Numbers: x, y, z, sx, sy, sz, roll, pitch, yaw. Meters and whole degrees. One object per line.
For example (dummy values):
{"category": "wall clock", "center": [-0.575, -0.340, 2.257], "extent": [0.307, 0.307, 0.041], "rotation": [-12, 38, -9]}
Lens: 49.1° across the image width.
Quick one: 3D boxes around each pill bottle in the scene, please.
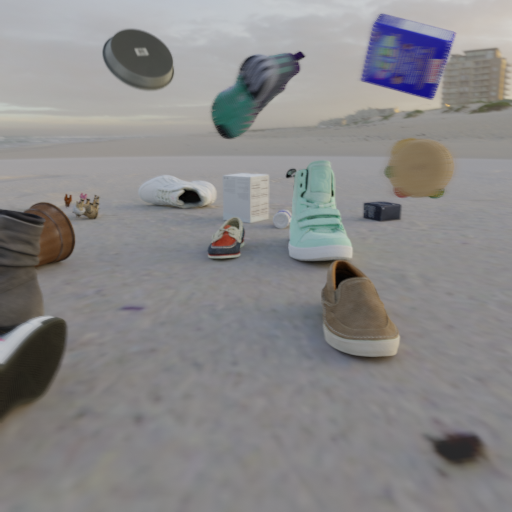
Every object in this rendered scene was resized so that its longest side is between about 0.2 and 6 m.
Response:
{"category": "pill bottle", "center": [0.717, -0.994, 14.848], "extent": [0.441, 0.441, 0.737], "rotation": [3, 13, 12]}

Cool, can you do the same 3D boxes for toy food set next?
{"category": "toy food set", "center": [2.891, -1.537, 9.955], "extent": [1.142, 1.130, 0.278], "rotation": [15, -8, 21]}

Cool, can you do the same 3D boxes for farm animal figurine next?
{"category": "farm animal figurine", "center": [-4.954, -1.371, 16.275], "extent": [1.212, 0.632, 1.199], "rotation": [-3, 23, -46]}

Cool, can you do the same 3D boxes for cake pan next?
{"category": "cake pan", "center": [-2.442, -4.190, 11.840], "extent": [1.562, 1.562, 0.286], "rotation": [-8, -22, -32]}

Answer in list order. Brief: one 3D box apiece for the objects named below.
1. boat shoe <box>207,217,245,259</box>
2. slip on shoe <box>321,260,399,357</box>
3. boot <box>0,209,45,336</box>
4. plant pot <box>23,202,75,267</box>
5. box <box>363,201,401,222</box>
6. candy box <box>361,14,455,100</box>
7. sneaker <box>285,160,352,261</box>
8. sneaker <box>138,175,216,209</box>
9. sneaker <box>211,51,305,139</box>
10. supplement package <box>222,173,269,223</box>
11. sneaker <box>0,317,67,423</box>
{"category": "boat shoe", "center": [-0.595, -0.367, 11.810], "extent": [0.681, 0.598, 1.913], "rotation": [4, 15, 9]}
{"category": "slip on shoe", "center": [1.287, 0.627, 7.270], "extent": [0.865, 0.689, 2.276], "rotation": [1, 13, 2]}
{"category": "boot", "center": [-3.813, 0.270, 6.438], "extent": [2.670, 1.757, 0.932], "rotation": [-6, 16, -26]}
{"category": "plant pot", "center": [-4.210, -0.260, 10.337], "extent": [1.212, 1.212, 1.200], "rotation": [5, 22, 21]}
{"category": "box", "center": [3.597, -1.281, 16.037], "extent": [0.770, 0.460, 0.783], "rotation": [-7, 15, -28]}
{"category": "candy box", "center": [2.901, -3.819, 10.785], "extent": [1.471, 1.244, 0.567], "rotation": [21, 51, 13]}
{"category": "sneaker", "center": [1.232, -0.995, 11.626], "extent": [1.182, 1.895, 3.212], "rotation": [0, 14, -6]}
{"category": "sneaker", "center": [-2.688, -2.050, 18.302], "extent": [2.604, 1.014, 1.294], "rotation": [1, 16, 9]}
{"category": "sneaker", "center": [0.022, -3.178, 11.296], "extent": [1.151, 0.978, 2.629], "rotation": [-25, 0, -28]}
{"category": "supplement package", "center": [-0.288, -1.658, 15.858], "extent": [0.964, 1.271, 0.957], "rotation": [9, 16, 33]}
{"category": "sneaker", "center": [-2.769, 1.066, 5.026], "extent": [1.365, 0.945, 2.260], "rotation": [11, 16, 6]}
